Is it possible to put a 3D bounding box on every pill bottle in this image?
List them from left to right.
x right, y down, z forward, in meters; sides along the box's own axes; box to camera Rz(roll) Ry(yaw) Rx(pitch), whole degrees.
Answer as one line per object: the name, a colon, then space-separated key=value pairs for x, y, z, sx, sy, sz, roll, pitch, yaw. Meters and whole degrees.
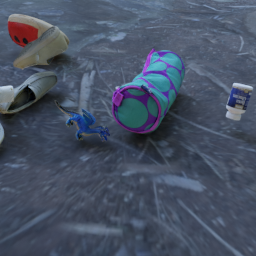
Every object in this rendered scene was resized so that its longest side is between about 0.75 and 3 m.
pill bottle: x=2.678 y=-0.634 z=6.816 sx=0.465 sy=0.838 sz=0.465 roll=10 pitch=17 yaw=-3

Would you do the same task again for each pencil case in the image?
pencil case: x=0.658 y=-1.133 z=7.590 sx=1.375 sy=1.266 sz=2.975 roll=41 pitch=37 yaw=-5

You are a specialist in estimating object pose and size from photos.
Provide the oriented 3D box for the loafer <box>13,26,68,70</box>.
loafer: x=-2.669 y=-2.233 z=8.489 sx=2.215 sy=0.756 sz=0.838 roll=-16 pitch=44 yaw=38

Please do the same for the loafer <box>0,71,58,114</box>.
loafer: x=-2.784 y=-1.004 z=8.041 sx=0.723 sy=0.725 sz=2.073 roll=23 pitch=49 yaw=32

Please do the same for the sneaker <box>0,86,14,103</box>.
sneaker: x=-3.302 y=-0.666 z=7.119 sx=0.742 sy=1.283 sz=0.473 roll=-13 pitch=79 yaw=-43

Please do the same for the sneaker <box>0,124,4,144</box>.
sneaker: x=-4.216 y=-0.254 z=6.467 sx=2.861 sy=1.013 sz=1.045 roll=31 pitch=41 yaw=-2

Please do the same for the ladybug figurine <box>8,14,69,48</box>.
ladybug figurine: x=-3.655 y=-3.589 z=11.066 sx=2.853 sy=1.026 sz=1.937 roll=23 pitch=-3 yaw=26

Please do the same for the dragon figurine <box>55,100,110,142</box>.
dragon figurine: x=-1.037 y=-0.196 z=6.589 sx=0.726 sy=1.460 sz=0.430 roll=-37 pitch=-5 yaw=6
